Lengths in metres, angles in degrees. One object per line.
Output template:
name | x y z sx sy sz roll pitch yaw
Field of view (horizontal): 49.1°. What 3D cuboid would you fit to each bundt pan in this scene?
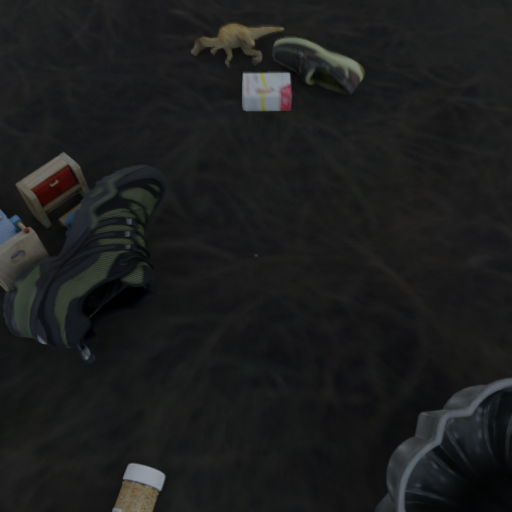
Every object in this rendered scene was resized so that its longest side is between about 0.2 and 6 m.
bundt pan | 2.656 2.719 5.638 3.196 1.200 3.196 0 85 -6

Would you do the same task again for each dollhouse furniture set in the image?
dollhouse furniture set | -3.129 -0.552 8.060 1.380 1.373 1.959 38 65 21

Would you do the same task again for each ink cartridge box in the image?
ink cartridge box | 0.185 -2.987 10.198 0.872 0.364 0.633 -1 58 -1

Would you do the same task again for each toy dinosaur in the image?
toy dinosaur | -0.253 -4.205 10.851 2.005 0.583 1.014 -16 58 -10

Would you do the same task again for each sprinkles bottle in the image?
sprinkles bottle | -1.461 3.090 6.307 0.465 0.465 1.362 12 59 8

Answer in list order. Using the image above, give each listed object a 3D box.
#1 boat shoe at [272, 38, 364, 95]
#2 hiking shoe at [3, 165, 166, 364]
boat shoe | 1.064 -3.467 10.327 1.809 0.646 0.595 23 70 12
hiking shoe | -1.894 0.058 7.768 1.570 1.181 3.119 22 59 14
